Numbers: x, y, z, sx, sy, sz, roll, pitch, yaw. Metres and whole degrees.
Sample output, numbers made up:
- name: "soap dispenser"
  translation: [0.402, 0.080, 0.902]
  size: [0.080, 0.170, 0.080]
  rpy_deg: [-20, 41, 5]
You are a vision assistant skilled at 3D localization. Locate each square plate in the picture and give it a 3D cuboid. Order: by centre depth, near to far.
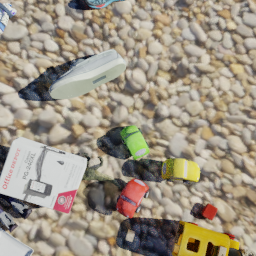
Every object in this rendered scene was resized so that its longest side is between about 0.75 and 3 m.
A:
- name: "square plate"
  translation: [-3.635, 3.806, 8.175]
  size: [1.325, 0.188, 1.313]
  rpy_deg: [30, 77, 7]

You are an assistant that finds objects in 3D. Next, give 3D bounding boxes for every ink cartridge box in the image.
- name: "ink cartridge box"
  translation: [-2.423, 1.324, 7.984]
  size: [2.114, 0.881, 1.535]
  rpy_deg: [20, 93, -9]

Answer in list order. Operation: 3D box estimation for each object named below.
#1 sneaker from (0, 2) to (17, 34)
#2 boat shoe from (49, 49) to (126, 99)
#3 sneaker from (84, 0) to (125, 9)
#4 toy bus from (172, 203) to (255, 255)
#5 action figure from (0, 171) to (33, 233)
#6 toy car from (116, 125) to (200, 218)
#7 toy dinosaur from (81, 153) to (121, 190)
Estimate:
- name: "sneaker"
  translation: [-4.418, -4.022, 10.119]
  size: [0.829, 0.456, 1.132]
  rpy_deg: [-21, 71, -1]
- name: "boat shoe"
  translation: [-1.428, -1.845, 9.383]
  size: [2.708, 0.945, 0.964]
  rpy_deg: [-26, 67, -11]
- name: "sneaker"
  translation: [-0.710, -5.043, 10.146]
  size: [1.939, 0.926, 0.769]
  rpy_deg: [-21, 77, -6]
- name: "toy bus"
  translation: [2.362, 3.396, 7.778]
  size: [2.255, 1.165, 2.128]
  rpy_deg: [-29, 77, -7]
- name: "action figure"
  translation: [-3.940, 1.953, 8.310]
  size: [2.329, 0.808, 1.515]
  rpy_deg: [42, 65, 4]
- name: "toy car"
  translation: [0.480, 0.978, 8.523]
  size: [2.778, 0.619, 2.614]
  rpy_deg: [-27, 67, -3]
- name: "toy dinosaur"
  translation: [-1.160, 1.274, 8.691]
  size: [2.062, 0.489, 0.909]
  rpy_deg: [9, 90, 5]
